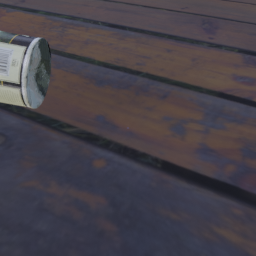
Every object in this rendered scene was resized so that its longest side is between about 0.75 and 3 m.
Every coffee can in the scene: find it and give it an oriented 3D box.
[{"bbox_3d":[-2.614,-1.195,5.399,1.881,1.376,1.376,10,40,-1],"label":"coffee can"}]
